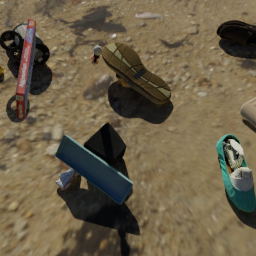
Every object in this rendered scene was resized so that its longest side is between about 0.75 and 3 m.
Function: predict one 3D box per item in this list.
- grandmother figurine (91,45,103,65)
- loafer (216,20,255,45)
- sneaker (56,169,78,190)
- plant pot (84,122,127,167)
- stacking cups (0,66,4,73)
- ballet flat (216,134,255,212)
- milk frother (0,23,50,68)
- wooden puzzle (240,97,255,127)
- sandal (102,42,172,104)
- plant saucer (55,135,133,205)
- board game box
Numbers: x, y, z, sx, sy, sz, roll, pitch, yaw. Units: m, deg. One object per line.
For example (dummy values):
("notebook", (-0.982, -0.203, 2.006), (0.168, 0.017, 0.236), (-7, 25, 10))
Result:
("grandmother figurine", (-0.800, -1.845, 7.071), (0.260, 0.860, 0.521), (7, 84, -10))
("loafer", (4.484, -3.636, 10.847), (2.031, 0.741, 0.725), (7, 51, 5))
("sneaker", (-1.550, 1.198, 7.261), (0.393, 0.296, 0.789), (26, 56, 19))
("plant pot", (-0.576, 0.580, 7.422), (0.827, 0.930, 0.932), (38, 60, 13))
("stacking cups", (-4.855, -1.789, 9.665), (0.338, 0.338, 1.116), (35, 63, 25))
("ballet flat", (2.748, 1.025, 7.109), (0.712, 0.744, 2.115), (-3, 52, -5))
("milk frother", (-3.793, -3.134, 9.915), (1.446, 1.602, 1.507), (-28, 56, -16))
("wooden puzzle", (5.169, -0.345, 8.437), (2.660, 0.495, 2.461), (-30, 57, -16))
("sandal", (0.173, -1.740, 9.372), (2.963, 0.800, 1.190), (45, 56, 13))
("plant saucer", (-0.853, 1.003, 6.964), (2.123, 0.742, 0.201), (34, 27, 9))
("board game box", (-1.992, -1.170, 5.501), (0.173, 0.914, 1.776), (7, 62, -17))
